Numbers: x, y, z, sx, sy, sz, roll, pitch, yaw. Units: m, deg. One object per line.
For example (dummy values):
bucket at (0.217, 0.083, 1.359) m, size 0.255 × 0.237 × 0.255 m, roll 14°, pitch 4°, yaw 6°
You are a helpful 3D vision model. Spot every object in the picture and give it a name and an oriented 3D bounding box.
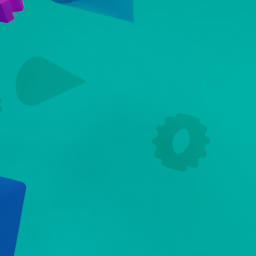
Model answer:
cube at (-1.905, 1.072, 2.312) m, size 1.357 × 1.357 × 1.357 m, roll 11°, pitch 91°, yaw 12°
gear at (-2.078, -1.612, 3.664) m, size 1.334 × 0.247 × 1.334 m, roll -2°, pitch 46°, yaw 2°
cone at (-0.269, -2.221, 4.633) m, size 1.540 × 1.545 × 1.540 m, roll -11°, pitch 67°, yaw 27°
